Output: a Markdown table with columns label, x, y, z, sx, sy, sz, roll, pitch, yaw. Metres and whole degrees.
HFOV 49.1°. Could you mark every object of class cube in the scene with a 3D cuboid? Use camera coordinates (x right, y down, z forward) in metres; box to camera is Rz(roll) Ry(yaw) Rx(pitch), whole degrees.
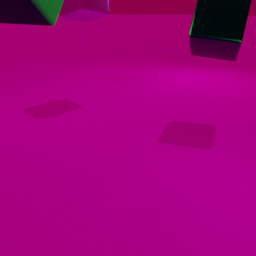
| label | x | y | z | sx | sy | sz | roll | pitch | yaw |
| --- | --- | --- | --- | --- | --- | --- | --- | --- | --- |
| cube | -1.467 | -4.228 | 9.102 | 1.187 | 1.187 | 1.187 | 4 | 12 | 41 |
| cube | 2.382 | -2.653 | 7.355 | 1.273 | 1.273 | 1.273 | 13 | -4 | 16 |
| cube | -1.392 | -1.967 | 3.251 | 1.055 | 1.055 | 1.055 | 10 | -14 | 19 |
